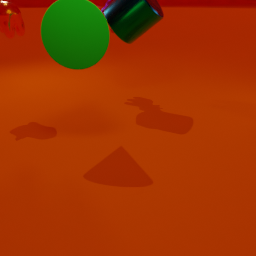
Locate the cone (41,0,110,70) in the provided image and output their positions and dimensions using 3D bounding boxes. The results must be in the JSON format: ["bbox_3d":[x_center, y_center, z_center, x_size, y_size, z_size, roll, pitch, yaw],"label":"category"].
[{"bbox_3d":[-0.956,-1.977,5.804,1.294,1.294,1.298,1,23,3],"label":"cone"}]

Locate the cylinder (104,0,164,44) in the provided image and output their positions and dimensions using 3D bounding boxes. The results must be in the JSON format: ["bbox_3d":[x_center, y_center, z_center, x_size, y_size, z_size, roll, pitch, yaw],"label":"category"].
[{"bbox_3d":[0.164,-3.145,7.675,1.192,1.192,1.192,-31,11,29],"label":"cylinder"}]

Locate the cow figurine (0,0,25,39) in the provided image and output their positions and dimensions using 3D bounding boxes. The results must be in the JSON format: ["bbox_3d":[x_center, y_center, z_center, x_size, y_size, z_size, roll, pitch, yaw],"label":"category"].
[{"bbox_3d":[-3.310,-3.071,7.009,1.468,1.445,0.806,16,33,24],"label":"cow figurine"}]

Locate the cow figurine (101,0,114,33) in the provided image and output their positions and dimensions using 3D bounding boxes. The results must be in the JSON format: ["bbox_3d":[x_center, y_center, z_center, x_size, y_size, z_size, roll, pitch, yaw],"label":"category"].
[{"bbox_3d":[-0.325,-3.857,8.863,1.316,1.338,0.734,-28,29,31],"label":"cow figurine"}]
